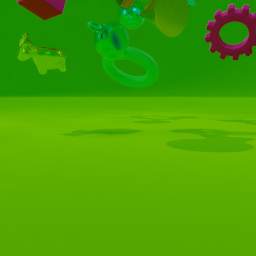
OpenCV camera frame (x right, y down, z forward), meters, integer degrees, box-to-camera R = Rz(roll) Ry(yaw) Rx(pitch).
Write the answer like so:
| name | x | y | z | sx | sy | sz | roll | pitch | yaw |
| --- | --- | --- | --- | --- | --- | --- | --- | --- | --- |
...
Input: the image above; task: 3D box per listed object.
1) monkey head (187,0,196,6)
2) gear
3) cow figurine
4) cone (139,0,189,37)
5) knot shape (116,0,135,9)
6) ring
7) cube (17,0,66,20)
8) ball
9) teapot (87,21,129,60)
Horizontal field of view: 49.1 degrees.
| name | x | y | z | sx | sy | sz | roll | pitch | yaw |
| --- | --- | --- | --- | --- | --- | --- | --- | --- | --- |
| monkey head | 1.350 | -4.092 | 8.462 | 1.613 | 0.972 | 1.161 | 18 | -4 | 40 |
| gear | 2.859 | -2.551 | 7.571 | 1.467 | 1.467 | 0.271 | 3 | 43 | 23 |
| cow figurine | -1.805 | -1.567 | 5.938 | 1.000 | 0.549 | 0.984 | -6 | -23 | -6 |
| cone | 0.510 | -2.152 | 5.247 | 0.874 | 0.874 | 0.878 | -6 | 16 | -40 |
| knot shape | -0.161 | -3.593 | 5.979 | 1.681 | 1.797 | 0.830 | 28 | 14 | 26 |
| ring | 0.080 | -2.150 | 10.076 | 2.089 | 0.418 | 2.089 | 15 | -22 | 6 |
| cube | -1.846 | -2.938 | 6.145 | 0.725 | 0.725 | 0.725 | 3 | -13 | 41 |
| ball | 0.136 | -4.036 | 9.954 | 0.996 | 0.996 | 0.996 | 0 | 7 | 0 |
| teapot | -0.535 | -2.591 | 8.475 | 0.887 | 1.126 | 1.811 | 14 | -15 | 44 |
